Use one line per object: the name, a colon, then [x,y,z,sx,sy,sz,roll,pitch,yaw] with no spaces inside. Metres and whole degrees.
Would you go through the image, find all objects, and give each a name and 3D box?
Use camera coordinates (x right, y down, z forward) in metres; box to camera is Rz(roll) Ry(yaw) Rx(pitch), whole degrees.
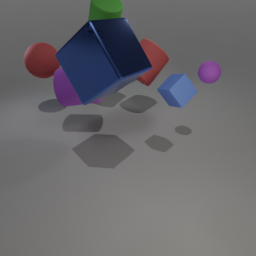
cylinder: [-1.753,-1.544,10.132,1.400,1.400,1.400,-6,29,12]
cylinder: [0.736,-2.692,11.575,1.400,1.400,1.400,38,2,-1]
cylinder: [-1.036,-4.961,12.449,1.400,1.400,1.400,8,53,-11]
ball: [2.549,-1.743,8.761,0.700,0.700,0.700,0,30,0]
ball: [-3.418,-2.693,11.199,1.400,1.400,1.400,0,30,0]
cube: [1.429,-1.091,8.163,0.700,0.700,0.700,-46,24,-11]
cube: [-0.560,-1.597,6.691,1.400,1.400,1.400,-27,3,40]
